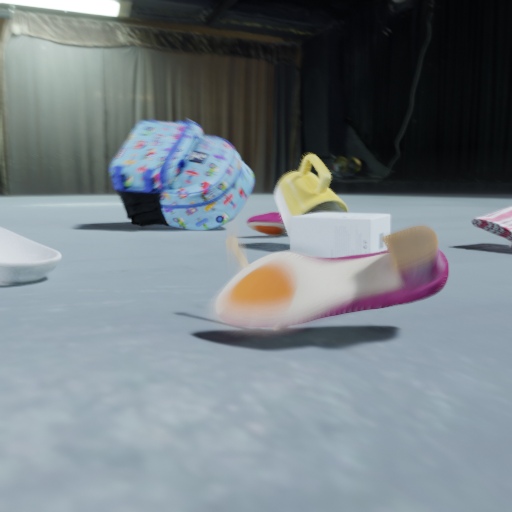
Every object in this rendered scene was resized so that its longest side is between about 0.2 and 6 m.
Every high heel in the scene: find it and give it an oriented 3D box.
[{"bbox_3d":[0.628,0.287,4.585,1.849,0.623,0.887,-22,-31,11],"label":"high heel"},{"bbox_3d":[0.758,-1.007,12.655,2.129,1.024,0.718,3,-20,-23],"label":"high heel"}]

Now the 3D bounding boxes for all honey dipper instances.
[{"bbox_3d":[-0.007,0.205,4.897,0.191,0.191,1.005,-6,52,-37],"label":"honey dipper"}]

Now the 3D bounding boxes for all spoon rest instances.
[{"bbox_3d":[-3.461,-0.048,7.442,2.246,0.681,1.116,6,10,43],"label":"spoon rest"}]

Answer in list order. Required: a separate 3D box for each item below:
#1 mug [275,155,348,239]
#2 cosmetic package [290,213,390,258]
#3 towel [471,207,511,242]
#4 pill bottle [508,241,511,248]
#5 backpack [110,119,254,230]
[{"bbox_3d":[1.010,-1.049,10.347,1.169,1.460,1.199,18,33,-41],"label":"mug"},{"bbox_3d":[1.323,-0.270,8.690,1.254,0.771,1.250,2,8,26],"label":"cosmetic package"},{"bbox_3d":[5.047,-0.538,9.973,1.390,0.284,1.900,-16,28,-24],"label":"towel"},{"bbox_3d":[5.220,-0.381,10.501,0.850,0.484,0.484,1,8,15],"label":"pill bottle"},{"bbox_3d":[-1.753,-2.065,14.413,3.085,2.076,2.817,10,52,22],"label":"backpack"}]
